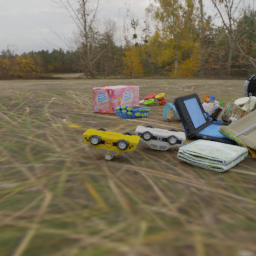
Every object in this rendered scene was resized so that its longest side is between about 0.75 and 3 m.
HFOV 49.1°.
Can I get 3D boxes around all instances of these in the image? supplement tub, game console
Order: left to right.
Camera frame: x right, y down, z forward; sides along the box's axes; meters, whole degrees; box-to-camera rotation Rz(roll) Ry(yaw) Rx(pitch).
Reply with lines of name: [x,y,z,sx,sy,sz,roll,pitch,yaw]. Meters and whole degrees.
game console: [2.195,-0.316,7.341,1.074,1.550,1.816,-24,-2,31]
supplement tub: [6.943,-1.865,13.543,1.452,1.452,2.369,-5,13,-20]

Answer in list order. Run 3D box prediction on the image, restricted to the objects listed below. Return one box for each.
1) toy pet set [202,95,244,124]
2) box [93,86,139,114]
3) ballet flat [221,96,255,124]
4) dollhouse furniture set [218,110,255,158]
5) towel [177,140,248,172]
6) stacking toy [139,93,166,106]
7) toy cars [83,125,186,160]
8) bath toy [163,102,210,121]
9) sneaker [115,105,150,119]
toy pet set: [2.538,-0.377,8.204,1.259,0.669,1.175,30,3,-11]
box: [-0.440,-1.222,11.631,1.063,0.980,2.071,7,14,30]
ballet flat: [3.974,-0.632,9.201,2.381,0.777,0.839,-12,31,-40]
dollhouse furniture set: [3.728,0.098,6.041,2.771,1.391,1.815,-30,13,1]
towel: [1.589,0.495,5.279,0.969,0.273,1.132,14,18,38]
stacking toy: [1.191,-1.238,13.597,1.075,0.502,1.188,-34,23,-22]
toy cars: [0.173,0.307,5.703,2.229,0.493,0.999,-3,19,-31]
bath toy: [2.099,-0.598,9.398,1.789,0.661,0.778,-4,35,-20]
sneaker: [0.130,-0.564,10.014,1.280,0.454,0.531,0,2,-20]
